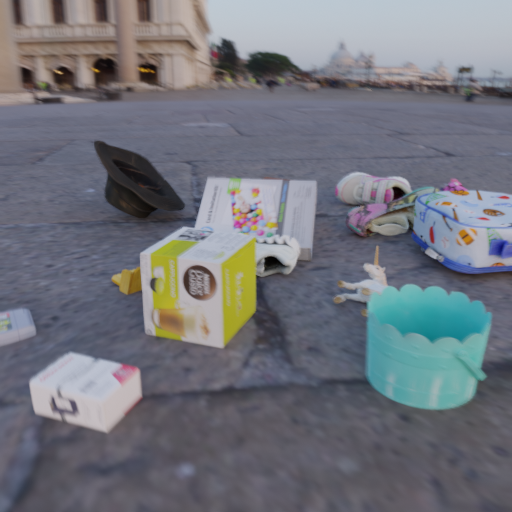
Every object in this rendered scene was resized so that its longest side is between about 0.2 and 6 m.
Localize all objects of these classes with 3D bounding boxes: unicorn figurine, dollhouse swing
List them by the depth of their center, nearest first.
[{"bbox_3d":[1.842,0.554,8.689,1.196,0.643,1.741,0,32,-31],"label":"unicorn figurine"},{"bbox_3d":[-2.021,0.246,9.468,0.721,0.655,0.634,-19,48,-41],"label":"dollhouse swing"}]

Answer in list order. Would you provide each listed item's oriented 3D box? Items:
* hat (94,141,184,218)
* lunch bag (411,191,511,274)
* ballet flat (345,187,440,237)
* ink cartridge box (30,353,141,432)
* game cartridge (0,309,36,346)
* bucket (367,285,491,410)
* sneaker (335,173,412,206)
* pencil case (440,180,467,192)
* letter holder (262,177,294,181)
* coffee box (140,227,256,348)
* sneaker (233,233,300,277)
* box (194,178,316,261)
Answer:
[{"bbox_3d":[-3.006,-1.589,13.399,2.578,1.040,2.578,35,18,-13],"label":"hat"},{"bbox_3d":[4.551,-0.424,10.539,3.026,1.143,2.425,-3,22,-11],"label":"lunch bag"},{"bbox_3d":[3.181,-0.847,12.329,2.493,0.862,0.887,-14,45,-20],"label":"ballet flat"},{"bbox_3d":[-1.883,1.487,6.217,0.965,0.407,0.698,7,21,20],"label":"ink cartridge box"},{"bbox_3d":[-3.679,1.040,7.799,1.093,0.223,0.727,-11,26,-27],"label":"game cartridge"},{"bbox_3d":[1.990,1.046,6.633,1.490,0.969,1.490,0,20,0],"label":"bucket"},{"bbox_3d":[3.086,-1.664,14.366,2.084,0.848,0.919,-3,18,-7],"label":"sneaker"},{"bbox_3d":[5.135,-1.396,13.825,0.674,0.696,1.486,4,20,-9],"label":"pencil case"},{"bbox_3d":[0.553,-1.124,12.792,1.299,0.919,1.828,7,21,14],"label":"letter holder"},{"bbox_3d":[-0.772,0.404,7.986,1.230,1.242,1.244,8,21,20],"label":"coffee box"},{"bbox_3d":[-0.140,0.022,10.038,1.805,0.678,0.732,-2,38,11],"label":"sneaker"},{"bbox_3d":[0.012,-0.766,11.180,2.291,0.472,1.786,3,52,9],"label":"box"}]
